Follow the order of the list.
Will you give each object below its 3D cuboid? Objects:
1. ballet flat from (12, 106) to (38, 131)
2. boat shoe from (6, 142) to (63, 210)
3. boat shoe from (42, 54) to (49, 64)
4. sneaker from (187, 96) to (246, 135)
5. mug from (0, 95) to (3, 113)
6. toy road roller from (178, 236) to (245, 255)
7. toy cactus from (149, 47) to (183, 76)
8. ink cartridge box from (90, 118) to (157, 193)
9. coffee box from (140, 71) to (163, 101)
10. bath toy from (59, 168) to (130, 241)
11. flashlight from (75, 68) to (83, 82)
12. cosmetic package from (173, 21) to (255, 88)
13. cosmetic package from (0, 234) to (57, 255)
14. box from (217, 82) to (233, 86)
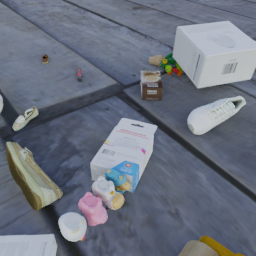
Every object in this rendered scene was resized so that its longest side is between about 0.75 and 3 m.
[{"bbox_3d":[-3.725,-0.378,10.066,0.413,0.382,1.224,16,42,19],"label":"ballet flat"},{"bbox_3d":[-2.709,1.195,7.789,0.767,0.889,2.438,-18,43,-35],"label":"boat shoe"},{"bbox_3d":[-4.132,-3.503,14.001,0.309,0.290,0.859,-7,40,-9],"label":"boat shoe"},{"bbox_3d":[3.030,-0.565,9.600,2.469,0.989,0.868,-27,85,-29],"label":"sneaker"},{"bbox_3d":[-5.457,-0.839,10.142,1.528,1.862,1.491,26,12,16],"label":"mug"},{"bbox_3d":[1.929,2.870,4.919,2.451,1.789,1.506,28,46,30],"label":"toy road roller"},{"bbox_3d":[1.902,-3.259,13.242,1.900,1.178,2.303,7,47,24],"label":"toy cactus"},{"bbox_3d":[-0.032,0.715,8.401,1.289,0.759,2.238,14,41,17],"label":"ink cartridge box"},{"bbox_3d":[0.965,-1.787,11.628,0.850,0.592,1.486,0,39,-1],"label":"coffee box"},{"bbox_3d":[-0.775,1.912,6.705,0.895,0.761,2.058,33,46,17],"label":"bath toy"},{"bbox_3d":[-2.217,-2.406,12.644,0.298,0.299,0.880,-6,39,-7],"label":"flashlight"},{"bbox_3d":[3.623,-3.172,11.832,2.554,1.575,2.562,-11,47,-13],"label":"cosmetic package"},{"bbox_3d":[-2.422,3.230,5.444,1.684,0.577,2.234,-2,39,0],"label":"cosmetic package"},{"bbox_3d":[4.163,-2.203,12.312,0.752,0.392,0.685,-6,41,-7],"label":"box"}]
